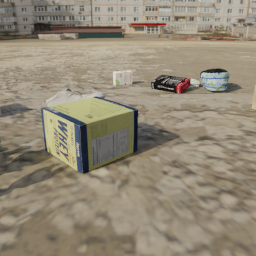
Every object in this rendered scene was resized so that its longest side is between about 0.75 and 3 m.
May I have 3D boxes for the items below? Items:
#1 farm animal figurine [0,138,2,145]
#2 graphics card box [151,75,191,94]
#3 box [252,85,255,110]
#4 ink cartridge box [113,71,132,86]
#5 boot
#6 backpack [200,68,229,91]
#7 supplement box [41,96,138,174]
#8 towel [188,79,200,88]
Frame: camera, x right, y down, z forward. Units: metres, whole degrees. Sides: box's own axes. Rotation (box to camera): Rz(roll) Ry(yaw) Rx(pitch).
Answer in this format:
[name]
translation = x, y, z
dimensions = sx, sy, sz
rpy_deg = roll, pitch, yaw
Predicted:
[farm animal figurine]
translation = -3.984, 0.632, 4.974
dimensions = 2.546, 1.327, 2.517
rpy_deg = -3, 8, 9
[graphics card box]
translation = 1.936, -2.018, 12.739
dimensions = 1.551, 0.395, 0.973
rpy_deg = 17, 40, 35
[box]
translation = 5.294, -0.900, 9.295
dimensions = 0.772, 0.943, 1.985
rpy_deg = -17, 25, -36
[ink cartridge box]
translation = -0.258, -2.458, 13.774
dimensions = 0.882, 0.642, 0.371
rpy_deg = -8, 22, -20
[boot]
translation = -1.622, -0.881, 8.403
dimensions = 1.773, 0.847, 0.652
rpy_deg = -26, -8, 3
[backpack]
translation = 3.977, -2.212, 12.647
dimensions = 1.313, 1.238, 1.610
rpy_deg = 4, -1, 6
[supplement box]
translation = -0.886, 0.050, 6.552
dimensions = 1.614, 1.085, 1.616
rpy_deg = -19, 28, -40
[towel]
translation = 2.784, -2.205, 13.611
dimensions = 1.217, 0.293, 1.041
rpy_deg = -1, 20, -2
